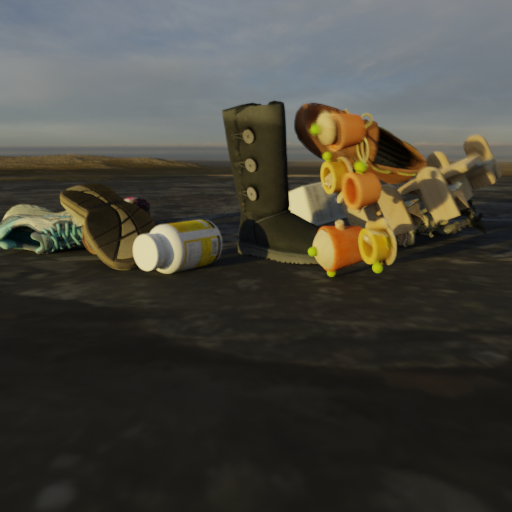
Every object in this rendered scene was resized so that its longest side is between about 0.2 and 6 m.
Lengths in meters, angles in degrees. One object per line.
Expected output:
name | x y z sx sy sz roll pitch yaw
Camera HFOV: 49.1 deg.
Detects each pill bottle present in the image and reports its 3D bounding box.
pill bottle | -1.156 -0.131 8.283 0.720 0.720 1.286 8 13 37

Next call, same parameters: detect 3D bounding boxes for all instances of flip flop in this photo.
flip flop | -2.524 -0.444 9.375 1.134 0.805 2.797 -14 32 -34

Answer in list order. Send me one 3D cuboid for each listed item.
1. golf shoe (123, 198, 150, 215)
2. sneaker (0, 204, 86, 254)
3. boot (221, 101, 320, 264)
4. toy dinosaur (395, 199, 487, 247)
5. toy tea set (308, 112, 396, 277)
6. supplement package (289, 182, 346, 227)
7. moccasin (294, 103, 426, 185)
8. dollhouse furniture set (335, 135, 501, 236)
golf shoe | -3.261 -1.054 13.462 0.850 0.670 1.847 5 11 24
sneaker | -3.444 -0.355 9.886 2.253 0.874 0.973 -2 28 3
boot | 0.435 -1.216 9.059 2.085 2.530 0.830 6 16 35
toy dinosaur | 3.839 -0.703 11.407 1.385 0.746 3.144 -7 2 36
toy tea set | 1.054 -0.769 7.449 0.821 2.219 1.319 -10 -8 -16
supplement package | 1.333 -1.078 11.995 1.512 0.887 0.884 -17 1 -39
moccasin | 1.837 -1.941 9.729 2.657 0.972 1.025 24 -16 -26
dollhouse furniture set | 2.654 -1.427 9.949 2.408 1.567 2.212 -21 8 46
